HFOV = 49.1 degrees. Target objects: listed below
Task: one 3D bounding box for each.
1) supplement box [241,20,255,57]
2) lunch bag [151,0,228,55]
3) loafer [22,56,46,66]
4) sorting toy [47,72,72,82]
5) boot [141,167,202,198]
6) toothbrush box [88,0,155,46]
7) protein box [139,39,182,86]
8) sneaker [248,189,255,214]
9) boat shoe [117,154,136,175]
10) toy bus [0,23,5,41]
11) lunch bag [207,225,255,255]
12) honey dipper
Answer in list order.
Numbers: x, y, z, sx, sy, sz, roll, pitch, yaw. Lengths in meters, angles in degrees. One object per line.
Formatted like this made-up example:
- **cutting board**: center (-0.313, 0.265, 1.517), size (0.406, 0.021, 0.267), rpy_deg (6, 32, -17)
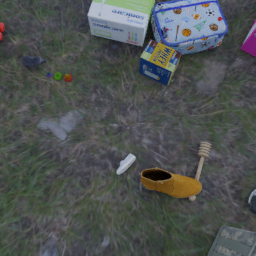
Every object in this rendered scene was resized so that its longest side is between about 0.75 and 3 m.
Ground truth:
- **supplement box**: center (5.638, -4.025, 10.481), size (1.403, 1.432, 2.772), rpy_deg (29, 78, 7)
- **lunch bag**: center (2.216, -3.969, 10.683), size (2.726, 1.030, 2.184), rpy_deg (-10, 73, -4)
- **loafer**: center (-3.523, -2.503, 10.523), size (1.068, 0.336, 0.384), rpy_deg (9, 101, 32)
- **sorting toy**: center (-2.583, -1.977, 10.463), size (0.962, 0.331, 0.334), rpy_deg (10, 75, 2)
- **boot**: center (1.392, 1.702, 8.767), size (2.007, 1.437, 0.706), rpy_deg (3, 67, 5)
- **toothbrush box**: center (-0.077, -4.926, 10.799), size (2.130, 1.259, 2.926), rpy_deg (14, 74, 3)
- **protein box**: center (1.132, -2.328, 10.105), size (1.207, 1.198, 0.814), rpy_deg (26, 76, 7)
- **sneaker**: center (4.614, 2.009, 8.818), size (1.769, 1.021, 0.664), rpy_deg (-34, 79, -22)
- **boat shoe**: center (-0.117, 1.219, 9.596), size (0.290, 0.305, 0.847), rpy_deg (39, 82, 29)
- **toy bus**: center (-6.175, -3.584, 10.283), size (2.757, 1.949, 2.872), rpy_deg (15, 77, -12)
- **lunch bag**: center (3.010, 4.274, 7.713), size (1.585, 2.211, 2.696), rpy_deg (32, 76, 3)
- **honey dipper**: center (2.403, 1.472, 9.513), size (0.385, 0.385, 2.027), rpy_deg (17, 80, 5)
